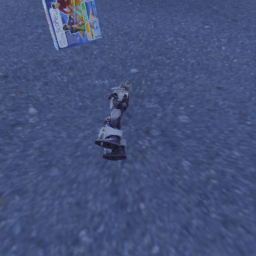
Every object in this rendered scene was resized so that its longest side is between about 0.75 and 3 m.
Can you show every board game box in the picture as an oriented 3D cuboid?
[{"bbox_3d":[-1.675,-3.505,8.132,1.453,2.146,0.370,-20,33,-18],"label":"board game box"}]

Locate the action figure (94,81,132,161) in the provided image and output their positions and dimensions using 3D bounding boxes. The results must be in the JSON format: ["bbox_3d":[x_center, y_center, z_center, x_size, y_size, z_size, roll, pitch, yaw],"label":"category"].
[{"bbox_3d":[-0.275,-0.255,6.029,0.638,1.196,1.839,4,51,1],"label":"action figure"}]
